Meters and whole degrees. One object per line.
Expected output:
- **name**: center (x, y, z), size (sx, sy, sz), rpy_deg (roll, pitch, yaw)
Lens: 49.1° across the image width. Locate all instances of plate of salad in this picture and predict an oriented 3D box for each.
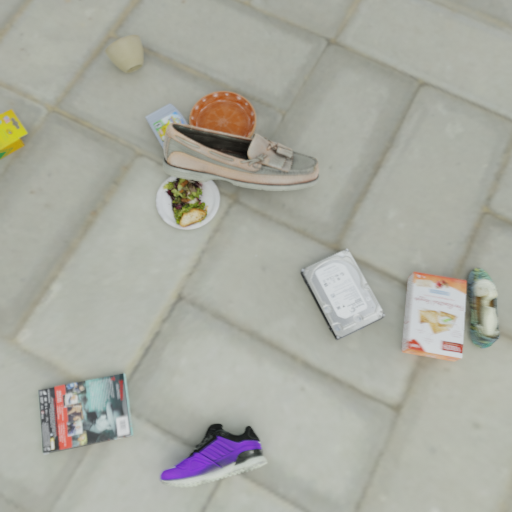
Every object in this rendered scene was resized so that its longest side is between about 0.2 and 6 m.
- **plate of salad**: center (-1.488, -1.243, 12.132), size (1.397, 0.336, 1.397), rpy_deg (0, 71, 1)

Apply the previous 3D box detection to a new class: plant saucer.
- **plant saucer**: center (-0.762, -3.065, 12.813), size (1.522, 0.246, 1.522), rpy_deg (0, 70, -1)

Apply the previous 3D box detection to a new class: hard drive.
- **hard drive**: center (1.755, 0.776, 11.458), size (1.125, 0.305, 1.610), rpy_deg (-23, 73, -8)

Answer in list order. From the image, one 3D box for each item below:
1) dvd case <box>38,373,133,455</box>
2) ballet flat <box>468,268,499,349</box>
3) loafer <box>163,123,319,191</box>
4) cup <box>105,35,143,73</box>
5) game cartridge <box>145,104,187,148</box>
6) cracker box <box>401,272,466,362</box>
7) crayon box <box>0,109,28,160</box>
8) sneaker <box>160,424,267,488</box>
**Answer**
- **dvd case**: center (-3.279, 3.011, 10.742), size (1.673, 0.184, 1.222), rpy_deg (-12, 71, -3)
- **ballet flat**: center (4.621, 0.996, 11.230), size (0.627, 0.627, 1.689), rpy_deg (2, 71, 1)
- **loafer**: center (-0.314, -2.125, 11.832), size (3.391, 1.066, 1.219), rpy_deg (5, 36, 2)
- **cup**: center (-2.998, -4.670, 13.120), size (0.875, 0.875, 0.626), rpy_deg (-28, 97, -9)
- **game cartridge**: center (-1.925, -2.863, 12.611), size (0.761, 0.231, 1.142), rpy_deg (-29, 75, -6)
- **cracker box**: center (3.562, 1.211, 11.204), size (1.080, 0.465, 1.613), rpy_deg (9, 72, 2)
- **crayon box**: center (-5.848, -2.620, 12.604), size (1.320, 0.335, 0.838), rpy_deg (-33, 74, -10)
- **sneaker**: center (-0.849, 3.629, 10.325), size (1.936, 0.673, 0.963), rpy_deg (-12, 65, -8)
